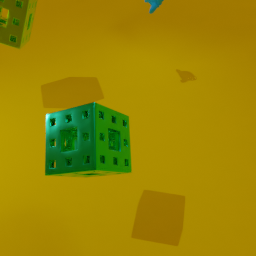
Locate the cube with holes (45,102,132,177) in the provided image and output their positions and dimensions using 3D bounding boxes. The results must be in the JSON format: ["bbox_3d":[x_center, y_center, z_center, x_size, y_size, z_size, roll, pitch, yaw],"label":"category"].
[{"bbox_3d":[-0.639,0.266,4.648,1.001,1.001,1.001,-11,75,29],"label":"cube with holes"}]

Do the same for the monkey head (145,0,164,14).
[{"bbox_3d":[0.731,-3.954,8.534,0.656,1.088,0.783,36,86,-4],"label":"monkey head"}]

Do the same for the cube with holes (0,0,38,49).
[{"bbox_3d":[-3.501,-3.258,7.962,1.384,1.384,1.384,15,24,-15],"label":"cube with holes"}]
